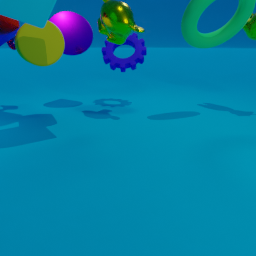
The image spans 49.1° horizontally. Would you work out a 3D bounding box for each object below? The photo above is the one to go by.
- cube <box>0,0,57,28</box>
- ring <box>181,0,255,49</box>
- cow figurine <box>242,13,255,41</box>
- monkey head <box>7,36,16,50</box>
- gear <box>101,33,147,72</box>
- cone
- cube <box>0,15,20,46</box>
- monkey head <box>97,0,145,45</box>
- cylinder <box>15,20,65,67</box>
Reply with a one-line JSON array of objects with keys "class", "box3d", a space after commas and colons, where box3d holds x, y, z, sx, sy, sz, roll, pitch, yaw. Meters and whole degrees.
[{"class": "cube", "box3d": [-1.944, -2.728, 4.727, 1.274, 1.274, 1.274, 4, 43, -46]}, {"class": "ring", "box3d": [2.266, -2.835, 7.063, 1.959, 1.959, 0.392, -7, 57, -22]}, {"class": "cow figurine", "box3d": [4.182, -2.933, 8.010, 0.936, 1.677, 1.705, -19, -9, -29]}, {"class": "monkey head", "box3d": [-3.720, -2.827, 8.314, 0.759, 1.055, 0.636, -36, 1, -37]}, {"class": "gear", "box3d": [-0.133, -2.644, 9.660, 1.519, 1.519, 0.281, 2, -23, 7]}, {"class": "cone", "box3d": [-2.079, -2.930, 9.663, 1.499, 1.499, 1.504, -6, -7, -19]}, {"class": "cube", "box3d": [-3.573, -2.726, 6.524, 1.383, 1.383, 1.383, -48, 1, -22]}, {"class": "monkey head", "box3d": [-0.188, -2.826, 7.357, 1.617, 0.974, 1.163, 48, 43, 10]}, {"class": "cylinder", "box3d": [-2.226, -2.112, 6.993, 1.076, 1.076, 1.076, -8, 18, -23]}]
